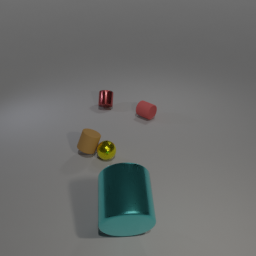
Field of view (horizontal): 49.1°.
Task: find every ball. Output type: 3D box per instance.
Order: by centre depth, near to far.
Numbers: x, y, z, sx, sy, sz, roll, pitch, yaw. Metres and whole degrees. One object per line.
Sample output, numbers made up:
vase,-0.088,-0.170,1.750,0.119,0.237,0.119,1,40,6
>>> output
ball,-0.768,0.790,10.017,0.700,0.700,0.700,0,30,0

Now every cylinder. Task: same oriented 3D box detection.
cylinder,-0.063,1.827,7.146,1.400,1.400,1.400,-2,50,-4
cylinder,-1.413,0.475,10.144,0.700,0.700,0.700,20,18,-7
cylinder,0.828,-0.816,12.684,0.700,0.700,0.700,26,39,34
cylinder,-1.065,-1.398,13.492,0.700,0.700,0.700,3,-9,0
